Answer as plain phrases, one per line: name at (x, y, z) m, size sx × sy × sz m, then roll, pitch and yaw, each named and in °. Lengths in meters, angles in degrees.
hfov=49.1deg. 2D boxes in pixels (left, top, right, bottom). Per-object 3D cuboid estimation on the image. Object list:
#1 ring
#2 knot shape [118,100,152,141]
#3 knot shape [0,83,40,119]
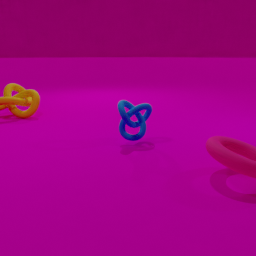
ring at (2.085, 0.515, 5.092) m, size 1.369 × 0.274 × 1.369 m, roll 16°, pitch 17°, yaw -5°
knot shape at (0.097, -0.287, 6.924) m, size 1.048 × 0.980 × 0.484 m, roll -56°, pitch 28°, yaw -17°
knot shape at (-3.936, -1.031, 9.991) m, size 1.698 × 0.785 × 1.589 m, roll 0°, pitch 33°, yaw -6°
